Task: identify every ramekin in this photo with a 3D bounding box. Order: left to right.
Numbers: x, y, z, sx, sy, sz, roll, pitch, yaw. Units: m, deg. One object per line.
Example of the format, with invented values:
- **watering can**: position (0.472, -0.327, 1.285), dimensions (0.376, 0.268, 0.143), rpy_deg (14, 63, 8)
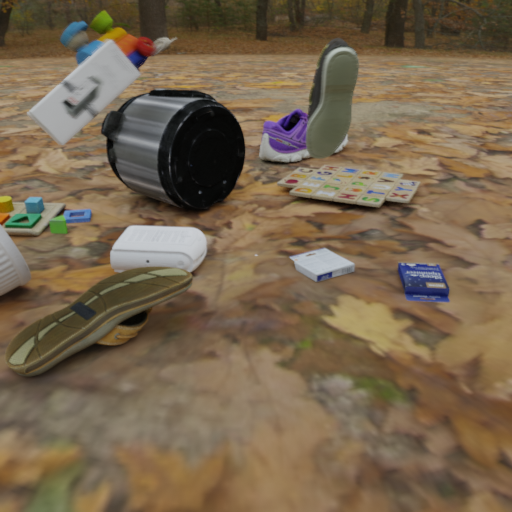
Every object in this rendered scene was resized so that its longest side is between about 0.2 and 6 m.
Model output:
- **ramekin**: position (-3.827, -0.037, 7.583), dimensions (1.458, 1.458, 0.765), rpy_deg (23, 52, 41)

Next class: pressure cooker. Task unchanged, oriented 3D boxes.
- **pressure cooker**: position (-1.791, -2.191, 11.392), dimensions (2.525, 2.221, 2.256), rpy_deg (20, 48, 39)

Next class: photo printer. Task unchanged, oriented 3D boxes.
- **photo printer**: position (-1.471, -0.101, 8.831), dimensions (1.361, 0.472, 1.132), rpy_deg (2, 23, 3)

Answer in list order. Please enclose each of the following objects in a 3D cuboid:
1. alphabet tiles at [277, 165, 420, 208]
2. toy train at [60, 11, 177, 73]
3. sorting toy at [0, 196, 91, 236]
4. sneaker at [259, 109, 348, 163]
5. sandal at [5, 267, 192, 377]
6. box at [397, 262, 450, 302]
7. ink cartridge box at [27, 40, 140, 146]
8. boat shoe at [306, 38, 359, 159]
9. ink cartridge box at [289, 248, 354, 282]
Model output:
- **alphabet tiles**: position (2.019, -1.573, 12.197), dimensions (2.843, 0.090, 2.366), rpy_deg (11, 27, 22)
- **toy train**: position (-2.377, -3.800, 9.845), dimensions (0.862, 1.178, 2.037), rpy_deg (-29, 21, 49)
- **sorting toy**: position (-4.558, -0.804, 10.503), dimensions (2.818, 0.384, 1.587), rpy_deg (1, 24, 3)
- **sneaker**: position (1.384, -3.325, 15.010), dimensions (1.242, 1.285, 3.081), rpy_deg (22, 32, 39)
- **sandal**: position (-1.814, 0.803, 6.787), dimensions (2.336, 0.631, 0.938), rpy_deg (-33, 35, -27)
- **box**: position (2.443, 0.365, 8.194), dimensions (0.618, 0.165, 1.021), rpy_deg (2, 26, 5)
- **ink cartridge box**: position (-1.347, -1.242, 4.347), dimensions (0.810, 0.336, 0.595), rpy_deg (-45, 24, -7)
- **boat shoe**: position (1.080, -2.254, 8.177), dimensions (0.625, 1.754, 0.528), rpy_deg (2, 45, -11)
- **ink cartridge box**: position (1.008, 0.135, 8.703), dimensions (0.746, 0.152, 0.747), rpy_deg (-14, 28, -27)
